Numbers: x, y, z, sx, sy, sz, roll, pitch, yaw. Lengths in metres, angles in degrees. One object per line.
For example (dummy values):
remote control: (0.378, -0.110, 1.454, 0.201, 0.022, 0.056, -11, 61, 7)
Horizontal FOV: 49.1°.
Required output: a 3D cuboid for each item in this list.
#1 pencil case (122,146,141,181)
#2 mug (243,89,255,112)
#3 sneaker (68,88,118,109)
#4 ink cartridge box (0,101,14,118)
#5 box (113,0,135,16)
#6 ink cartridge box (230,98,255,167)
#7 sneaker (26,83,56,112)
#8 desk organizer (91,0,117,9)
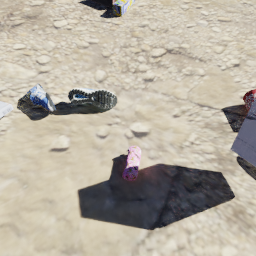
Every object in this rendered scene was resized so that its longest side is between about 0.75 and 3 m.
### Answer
pencil case: (0.094, 0.804, 6.404, 0.351, 0.336, 0.812, 9, 50, 2)
mug: (3.542, -0.523, 7.414, 0.788, 0.592, 0.888, 1, 52, 3)
sneaker: (-0.947, -0.895, 7.735, 1.355, 0.531, 0.610, 10, 17, -10)
ink cartridge box: (-3.672, -0.387, 7.461, 0.921, 0.216, 0.910, 12, 46, 41)
box: (-0.151, -5.074, 11.446, 0.411, 0.447, 1.277, 21, 52, 17)
ink cartridge box: (2.904, -0.190, 5.165, 1.348, 1.852, 0.778, 3, 26, -38)
sneaker: (-2.392, -0.761, 7.742, 0.476, 0.468, 1.235, -34, 47, -18)
desk organizer: (-0.959, -5.509, 11.838, 1.251, 0.449, 0.482, 31, 53, 24)
